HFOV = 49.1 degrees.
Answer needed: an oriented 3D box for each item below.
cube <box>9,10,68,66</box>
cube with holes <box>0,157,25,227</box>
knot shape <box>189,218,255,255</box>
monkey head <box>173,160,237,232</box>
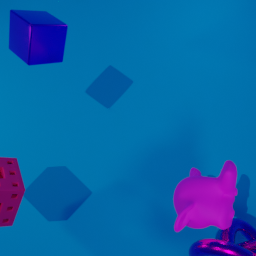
[{"bbox_3d":[-1.891,-1.899,5.865,0.842,0.842,0.842,38,38,29],"label":"cube"},{"bbox_3d":[-3.001,1.368,6.049,1.073,1.073,1.073,9,118,-37],"label":"cube with holes"},{"bbox_3d":[1.981,2.319,5.113,1.716,1.834,0.848,1,94,6],"label":"knot shape"},{"bbox_3d":[1.489,1.238,5.453,1.164,1.932,1.390,9,114,18],"label":"monkey head"}]
